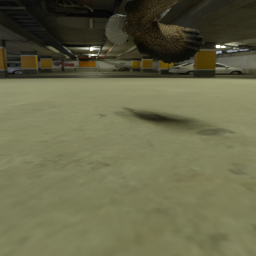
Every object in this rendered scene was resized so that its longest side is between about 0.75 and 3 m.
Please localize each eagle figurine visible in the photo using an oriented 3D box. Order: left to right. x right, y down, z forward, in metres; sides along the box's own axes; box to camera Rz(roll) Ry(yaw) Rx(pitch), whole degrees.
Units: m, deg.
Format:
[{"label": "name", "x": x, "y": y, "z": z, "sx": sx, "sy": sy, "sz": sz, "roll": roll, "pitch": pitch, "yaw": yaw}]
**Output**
[{"label": "eagle figurine", "x": 0.849, "y": -3.504, "z": 9.217, "sx": 2.232, "sy": 2.220, "sz": 2.942, "roll": 14, "pitch": 14, "yaw": -34}]

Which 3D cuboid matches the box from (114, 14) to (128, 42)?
[{"label": "box", "x": -0.264, "y": -3.843, "z": 10.780, "sx": 0.240, "sy": 0.942, "sz": 0.743, "roll": -16, "pitch": 31, "yaw": -26}]
